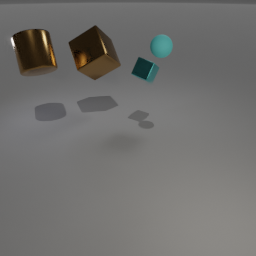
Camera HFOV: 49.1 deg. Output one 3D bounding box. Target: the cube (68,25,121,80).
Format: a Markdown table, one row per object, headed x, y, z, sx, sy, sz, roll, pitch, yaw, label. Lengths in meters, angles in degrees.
| x | y | z | sx | sy | sz | roll | pitch | yaw | label |
| --- | --- | --- | --- | --- | --- | --- | --- | --- | --- |
| -1.365 | -3.059 | 11.613 | 1.400 | 1.400 | 1.400 | -25 | -17 | 18 | cube |

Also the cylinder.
| x | y | z | sx | sy | sz | roll | pitch | yaw | label |
| --- | --- | --- | --- | --- | --- | --- | --- | --- | --- |
| -3.486 | -2.793 | 10.527 | 1.400 | 1.400 | 1.400 | -13 | 3 | 1 | cylinder |

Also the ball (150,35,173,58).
| x | y | z | sx | sy | sz | roll | pitch | yaw | label |
| --- | --- | --- | --- | --- | --- | --- | --- | --- | --- |
| 1.037 | -2.543 | 8.724 | 0.700 | 0.700 | 0.700 | 0 | 28 | 0 | ball |

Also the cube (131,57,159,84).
| x | y | z | sx | sy | sz | roll | pitch | yaw | label |
| --- | --- | --- | --- | --- | --- | --- | --- | --- | --- |
| 0.663 | -2.178 | 10.630 | 0.700 | 0.700 | 0.700 | 28 | 8 | 21 | cube |
